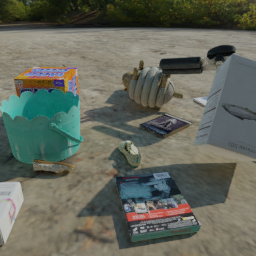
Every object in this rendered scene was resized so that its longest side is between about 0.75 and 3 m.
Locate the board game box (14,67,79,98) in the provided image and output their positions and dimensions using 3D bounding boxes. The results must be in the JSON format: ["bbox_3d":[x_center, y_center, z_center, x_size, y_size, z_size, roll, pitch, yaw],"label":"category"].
[{"bbox_3d":[-3.184,-1.340,11.521,1.940,1.942,1.941,2,25,4],"label":"board game box"}]

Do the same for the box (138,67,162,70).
[{"bbox_3d":[1.117,-2.548,14.756,1.558,0.871,2.208,5,27,14],"label":"box"}]

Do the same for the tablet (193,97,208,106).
[{"bbox_3d":[4.191,-1.364,13.757,1.680,0.115,1.093,-9,27,-18],"label":"tablet"}]

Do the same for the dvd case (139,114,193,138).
[{"bbox_3d":[1.504,-0.128,11.076,1.758,0.140,1.307,-22,33,-38],"label":"dvd case"}]

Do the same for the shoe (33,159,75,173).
[{"bbox_3d":[-2.178,1.150,8.207,1.240,0.331,0.434,7,-9,5],"label":"shoe"}]

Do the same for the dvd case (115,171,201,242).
[{"bbox_3d":[0.613,1.797,6.867,1.559,0.235,2.136,-5,27,-11],"label":"dvd case"}]

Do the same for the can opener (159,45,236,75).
[{"bbox_3d":[2.781,-2.658,11.354,2.995,0.788,0.996,-1,62,25],"label":"can opener"}]

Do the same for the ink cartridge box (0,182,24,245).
[{"bbox_3d":[-3.078,1.877,6.236,1.028,0.602,1.422,-2,25,-2],"label":"ink cartridge box"}]

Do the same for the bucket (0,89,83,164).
[{"bbox_3d":[-2.732,-0.109,9.199,2.628,1.710,2.628,0,26,0],"label":"bucket"}]

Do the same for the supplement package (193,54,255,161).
[{"bbox_3d":[3.148,-0.506,8.141,1.540,2.635,1.546,17,-6,1],"label":"supplement package"}]

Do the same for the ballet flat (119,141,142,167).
[{"bbox_3d":[0.074,0.682,8.948,0.515,0.515,1.481,-9,26,-19],"label":"ballet flat"}]

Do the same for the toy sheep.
[{"bbox_3d":[1.092,-1.874,12.725,2.925,2.017,2.017,21,30,14],"label":"toy sheep"}]
